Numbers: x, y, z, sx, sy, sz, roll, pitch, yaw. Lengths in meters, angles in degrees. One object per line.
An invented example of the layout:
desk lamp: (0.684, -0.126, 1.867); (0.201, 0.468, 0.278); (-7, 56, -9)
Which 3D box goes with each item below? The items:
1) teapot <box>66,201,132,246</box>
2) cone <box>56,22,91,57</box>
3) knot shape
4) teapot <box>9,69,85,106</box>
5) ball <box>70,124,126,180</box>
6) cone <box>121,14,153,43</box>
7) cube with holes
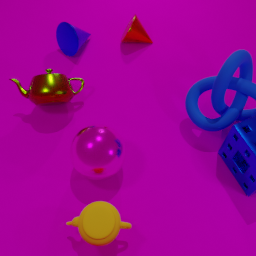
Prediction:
teapot: (-0.608, 1.937, 5.651); (1.362, 0.667, 0.847); (3, 63, 1)
cone: (-1.581, -2.965, 9.106); (1.056, 1.056, 1.060); (38, 44, 22)
knot shape: (2.542, -0.933, 6.874); (2.087, 1.953, 0.964); (1, 29, -5)
teapot: (-2.131, -1.091, 7.485); (1.951, 1.213, 0.955); (-6, 91, -13)
ball: (-0.685, 0.550, 6.452); (1.287, 1.287, 1.287); (0, 57, 0)
cone: (0.419, -3.055, 9.257); (0.987, 0.983, 0.983); (26, 57, -16)
cube with holes: (3.130, 0.562, 6.451); (1.289, 1.289, 1.289); (-20, 59, -12)
